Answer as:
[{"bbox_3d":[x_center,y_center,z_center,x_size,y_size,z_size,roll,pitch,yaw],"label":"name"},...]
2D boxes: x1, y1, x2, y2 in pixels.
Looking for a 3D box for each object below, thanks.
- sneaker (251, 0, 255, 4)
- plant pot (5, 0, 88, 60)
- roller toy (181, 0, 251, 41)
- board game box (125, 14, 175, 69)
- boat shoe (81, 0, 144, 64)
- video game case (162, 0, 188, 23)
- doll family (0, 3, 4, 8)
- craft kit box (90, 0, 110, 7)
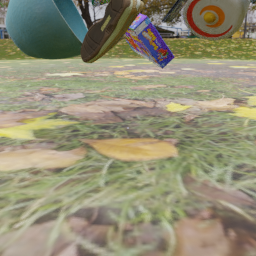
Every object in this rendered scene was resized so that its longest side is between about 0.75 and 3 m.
[{"bbox_3d":[3.909,-3.558,6.982,2.340,1.118,0.928,-10,7,-12],"label":"sneaker"},{"bbox_3d":[-2.229,-2.766,7.431,1.597,2.371,2.371,-27,13,11],"label":"plant pot"},{"bbox_3d":[2.488,-3.462,7.876,1.942,1.771,1.357,-1,52,46],"label":"roller toy"},{"bbox_3d":[0.385,-3.234,9.809,0.579,1.738,2.586,-43,36,4],"label":"board game box"},{"bbox_3d":[-0.329,-1.971,5.893,0.693,0.652,1.821,-2,-24,-42],"label":"boat shoe"},{"bbox_3d":[1.191,-2.889,6.687,0.080,0.847,0.605,45,36,6],"label":"video game case"},{"bbox_3d":[-2.530,-2.873,5.166,2.091,1.209,0.820,-33,-15,32],"label":"doll family"},{"bbox_3d":[-0.244,-3.999,7.381,1.534,0.377,1.553,-27,-7,-14],"label":"craft kit box"}]
